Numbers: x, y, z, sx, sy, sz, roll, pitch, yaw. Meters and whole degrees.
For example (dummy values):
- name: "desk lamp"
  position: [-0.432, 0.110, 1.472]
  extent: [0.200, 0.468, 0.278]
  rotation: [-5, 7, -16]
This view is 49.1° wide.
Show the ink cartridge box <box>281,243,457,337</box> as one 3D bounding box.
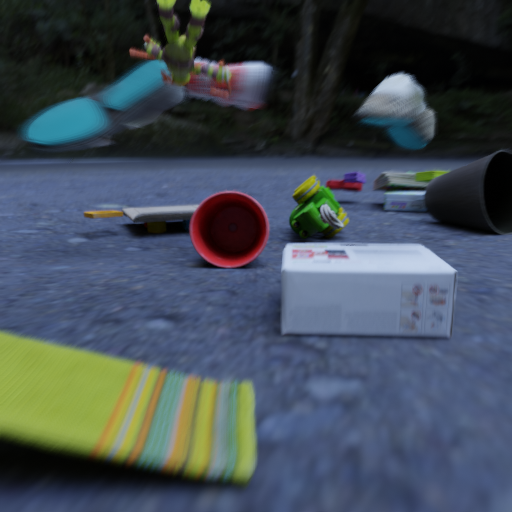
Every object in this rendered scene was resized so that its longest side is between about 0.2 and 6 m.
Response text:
- name: "ink cartridge box"
  position: [1.182, 0.326, 6.439]
  extent: [1.767, 0.741, 1.551]
  rotation: [1, 12, 4]

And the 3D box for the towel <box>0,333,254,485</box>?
- name: "towel"
  position: [-1.235, 0.858, 3.638]
  extent: [2.540, 0.229, 1.093]
  rotation: [15, 10, -7]

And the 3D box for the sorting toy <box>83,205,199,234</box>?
- name: "sorting toy"
  position: [-1.912, -0.819, 12.449]
  extent: [3.668, 0.500, 2.065]
  rotation: [-4, 9, -20]

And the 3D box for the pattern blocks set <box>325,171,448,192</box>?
- name: "pattern blocks set"
  position: [4.653, -2.076, 16.107]
  extent: [4.567, 0.370, 4.014]
  rotation: [4, 0, -11]

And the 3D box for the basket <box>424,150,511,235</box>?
- name: "basket"
  position: [4.828, -1.353, 12.561]
  extent: [1.330, 1.764, 1.956]
  rotation: [-6, 5, -22]

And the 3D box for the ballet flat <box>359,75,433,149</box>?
- name: "ballet flat"
  position: [1.713, -1.762, 6.687]
  extent: [0.603, 0.670, 1.779]
  rotation: [13, 6, 32]

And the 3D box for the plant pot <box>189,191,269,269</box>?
- name: "plant pot"
  position: [-0.403, -0.439, 9.228]
  extent: [1.246, 1.246, 1.103]
  rotation: [0, 4, 2]

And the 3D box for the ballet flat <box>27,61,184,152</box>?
- name: "ballet flat"
  position: [-2.496, -2.355, 9.617]
  extent: [2.780, 0.937, 0.885]
  rotation: [-27, -27, 1]

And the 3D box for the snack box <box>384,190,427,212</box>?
- name: "snack box"
  position: [4.574, -1.530, 15.563]
  extent: [1.957, 0.519, 1.392]
  rotation: [3, 13, 14]

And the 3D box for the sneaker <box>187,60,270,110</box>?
- name: "sneaker"
  position: [-0.608, -3.177, 10.309]
  extent: [1.190, 0.741, 2.220]
  rotation: [8, 9, -20]

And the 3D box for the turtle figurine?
- name: "turtle figurine"
  position: [-0.922, -2.371, 6.390]
  extent: [1.418, 1.144, 0.457]
  rotation: [27, 56, 11]

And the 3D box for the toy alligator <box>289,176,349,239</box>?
- name: "toy alligator"
  position: [1.105, -0.771, 11.141]
  extent: [1.042, 1.139, 3.840]
  rotation: [-40, 6, 13]
